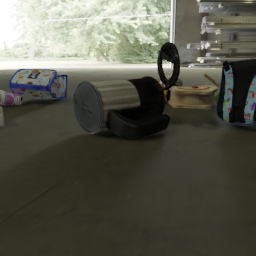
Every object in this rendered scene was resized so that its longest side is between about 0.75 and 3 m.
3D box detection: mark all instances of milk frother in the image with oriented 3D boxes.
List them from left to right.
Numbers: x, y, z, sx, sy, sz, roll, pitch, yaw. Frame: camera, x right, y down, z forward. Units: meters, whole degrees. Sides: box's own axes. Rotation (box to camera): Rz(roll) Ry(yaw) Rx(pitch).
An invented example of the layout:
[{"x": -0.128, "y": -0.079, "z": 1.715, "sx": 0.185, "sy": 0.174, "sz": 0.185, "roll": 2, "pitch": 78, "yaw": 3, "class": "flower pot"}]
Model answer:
[{"x": 0.046, "y": -1.014, "z": 7.057, "sx": 2.134, "sy": 2.269, "sz": 2.048, "roll": -13, "pitch": 23, "yaw": -39, "class": "milk frother"}]

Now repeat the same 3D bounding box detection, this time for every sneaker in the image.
[{"x": -4.777, "y": -1.189, "z": 11.234, "sx": 0.927, "sy": 0.589, "sz": 1.626, "roll": -1, "pitch": 18, "yaw": -38, "class": "sneaker"}, {"x": 1.766, "y": -1.593, "z": 12.078, "sx": 1.074, "sy": 1.018, "sz": 2.615, "roll": 14, "pitch": 29, "yaw": 31, "class": "sneaker"}]

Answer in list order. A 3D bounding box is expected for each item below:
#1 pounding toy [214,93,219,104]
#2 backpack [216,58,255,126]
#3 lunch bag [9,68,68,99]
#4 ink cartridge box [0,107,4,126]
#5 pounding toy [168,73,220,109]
[{"x": 4.305, "y": -1.361, "z": 11.115, "sx": 1.828, "sy": 0.848, "sz": 1.411, "roll": 6, "pitch": 16, "yaw": 22, "class": "pounding toy"}, {"x": 3.388, "y": -0.881, "z": 7.697, "sx": 1.278, "sy": 1.899, "sz": 1.734, "roll": 27, "pitch": -16, "yaw": -39, "class": "backpack"}, {"x": -3.674, "y": -1.836, "z": 11.746, "sx": 1.779, "sy": 1.296, "sz": 2.093, "roll": 5, "pitch": 12, "yaw": 6, "class": "lunch bag"}, {"x": -4.180, "y": -0.345, "z": 7.757, "sx": 0.974, "sy": 0.571, "sz": 1.331, "roll": -14, "pitch": 21, "yaw": -42, "class": "ink cartridge box"}, {"x": 2.716, "y": -1.490, "z": 10.618, "sx": 2.341, "sy": 1.343, "sz": 1.339, "roll": 3, "pitch": 19, "yaw": 12, "class": "pounding toy"}]
